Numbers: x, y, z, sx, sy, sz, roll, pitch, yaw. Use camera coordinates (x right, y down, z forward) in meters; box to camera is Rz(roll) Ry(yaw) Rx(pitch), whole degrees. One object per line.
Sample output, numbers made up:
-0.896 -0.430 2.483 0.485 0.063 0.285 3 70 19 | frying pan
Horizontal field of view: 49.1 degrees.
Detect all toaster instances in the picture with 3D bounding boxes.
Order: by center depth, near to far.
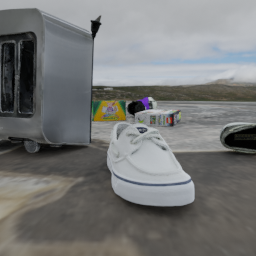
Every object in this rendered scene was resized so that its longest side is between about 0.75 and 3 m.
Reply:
-2.077 -0.993 5.770 2.575 2.848 1.690 4 4 24 | toaster

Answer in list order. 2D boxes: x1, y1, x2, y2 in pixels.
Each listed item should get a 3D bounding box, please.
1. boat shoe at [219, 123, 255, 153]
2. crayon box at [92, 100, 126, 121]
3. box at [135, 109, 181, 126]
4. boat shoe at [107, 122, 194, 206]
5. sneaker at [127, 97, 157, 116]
2.712 0.185 4.996 2.046 0.723 0.651 -6 5 17 | boat shoe
-0.805 -0.729 11.783 1.413 0.839 0.412 -3 7 -17 | crayon box
1.247 -0.434 10.937 1.405 0.443 2.553 2 7 16 | box
0.114 0.312 3.512 0.817 0.726 2.221 -2 7 -18 | boat shoe
0.602 -1.058 14.068 1.349 0.943 2.713 -1 7 -5 | sneaker
